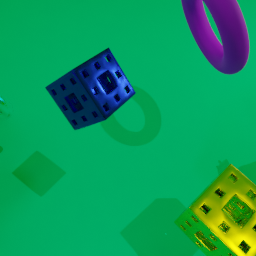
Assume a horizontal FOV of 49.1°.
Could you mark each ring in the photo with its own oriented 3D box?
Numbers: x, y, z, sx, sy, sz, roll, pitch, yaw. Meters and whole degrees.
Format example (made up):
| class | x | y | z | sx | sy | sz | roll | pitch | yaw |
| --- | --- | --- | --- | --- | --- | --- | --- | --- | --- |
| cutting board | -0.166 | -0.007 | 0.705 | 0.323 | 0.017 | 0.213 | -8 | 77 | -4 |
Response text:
| class | x | y | z | sx | sy | sz | roll | pitch | yaw |
| --- | --- | --- | --- | --- | --- | --- | --- | --- | --- |
| ring | 1.590 | -1.974 | 5.296 | 0.419 | 2.096 | 2.096 | -27 | 68 | 6 |

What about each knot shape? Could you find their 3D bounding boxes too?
| class | x | y | z | sx | sy | sz | roll | pitch | yaw |
| --- | --- | --- | --- | --- | --- | --- | --- | --- | --- |
| knot shape | -3.164 | -0.459 | 5.404 | 1.504 | 1.607 | 0.743 | -33 | 55 | -24 |

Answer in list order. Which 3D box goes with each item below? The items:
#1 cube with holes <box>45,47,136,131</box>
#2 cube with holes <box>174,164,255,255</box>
| class | x | y | z | sx | sy | sz | roll | pitch | yaw |
| --- | --- | --- | --- | --- | --- | --- | --- | --- | --- |
| cube with holes | -0.558 | -0.571 | 4.257 | 0.802 | 0.802 | 0.802 | -45 | 110 | -40 |
| cube with holes | 1.802 | 1.664 | 5.184 | 1.194 | 1.194 | 1.194 | -38 | 70 | -22 |
